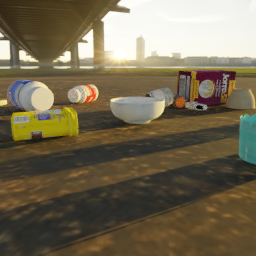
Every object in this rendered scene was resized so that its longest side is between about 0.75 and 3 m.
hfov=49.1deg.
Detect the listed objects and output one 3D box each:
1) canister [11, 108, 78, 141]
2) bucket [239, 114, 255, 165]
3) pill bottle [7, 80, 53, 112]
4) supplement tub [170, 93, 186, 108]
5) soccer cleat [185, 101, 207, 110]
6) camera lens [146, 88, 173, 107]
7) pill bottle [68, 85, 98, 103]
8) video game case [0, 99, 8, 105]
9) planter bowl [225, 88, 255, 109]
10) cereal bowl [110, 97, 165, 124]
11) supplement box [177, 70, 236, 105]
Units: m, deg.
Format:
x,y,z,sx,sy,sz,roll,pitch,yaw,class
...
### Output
x,y,z,sx,sy,sz,roll,pitch,yaw,class
-2.377,-0.123,7.968,1.691,0.732,1.256,-6,14,-19,canister
3.041,0.236,5.998,1.376,0.895,1.376,0,13,0,bucket
-4.177,-1.375,12.093,1.323,1.323,2.362,-11,17,-40,pill bottle
2.298,-1.288,13.279,0.626,0.626,1.022,-3,14,-12,supplement tub
3.020,-0.978,12.570,1.049,0.360,0.447,14,14,32,soccer cleat
1.320,-1.241,12.021,1.016,0.813,0.813,-19,18,-16,camera lens
-2.396,-1.802,14.879,0.923,0.923,1.644,7,15,28,pill bottle
-7.307,-1.178,13.638,2.019,0.257,1.824,3,13,15,video game case
5.354,-1.424,13.300,1.325,0.892,1.325,-1,12,0,planter bowl
0.328,-0.622,9.960,1.924,0.801,1.924,1,13,0,cereal bowl
3.929,-2.058,14.221,2.643,1.730,1.364,-6,15,-20,supplement box
